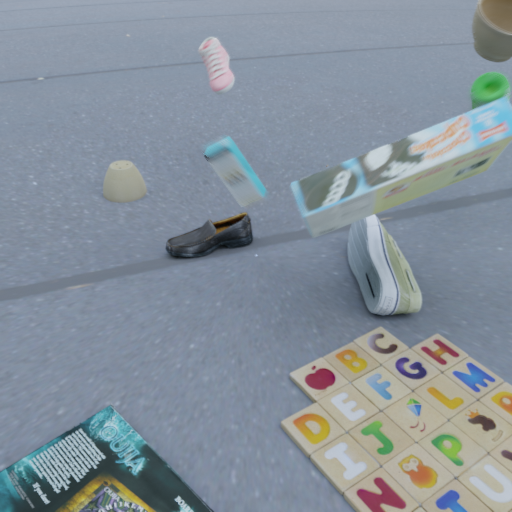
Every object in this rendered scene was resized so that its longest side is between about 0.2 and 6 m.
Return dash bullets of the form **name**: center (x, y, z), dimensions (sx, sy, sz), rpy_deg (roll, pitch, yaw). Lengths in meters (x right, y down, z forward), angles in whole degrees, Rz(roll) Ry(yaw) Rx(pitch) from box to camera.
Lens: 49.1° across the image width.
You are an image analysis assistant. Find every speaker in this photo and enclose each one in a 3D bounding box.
- **speaker**: center (4.893, -3.025, 11.695), dimensions (0.774, 1.750, 0.774), rpy_deg (-9, 66, 20)

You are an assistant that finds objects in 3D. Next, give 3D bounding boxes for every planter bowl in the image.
- **planter bowl**: center (4.235, -3.855, 9.613), dimensions (1.181, 0.795, 1.181), rpy_deg (2, 61, -3)

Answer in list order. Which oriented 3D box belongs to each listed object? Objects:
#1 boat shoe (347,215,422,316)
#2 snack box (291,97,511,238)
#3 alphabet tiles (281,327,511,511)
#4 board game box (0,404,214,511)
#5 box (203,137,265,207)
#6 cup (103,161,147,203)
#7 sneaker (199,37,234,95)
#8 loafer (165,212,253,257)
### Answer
- **boat shoe**: center (2.373, 0.146, 10.639), dimensions (0.846, 0.982, 2.729), rpy_deg (12, 40, -13)
- **snack box**: center (2.189, -1.238, 8.639), dimensions (3.190, 0.592, 1.853), rpy_deg (-21, -11, 6)
- **alphabet tiles**: center (2.419, 2.429, 7.713), dimensions (3.298, 0.125, 3.963), rpy_deg (-21, 39, -28)
- **board game box**: center (-1.725, 3.070, 6.516), dimensions (1.858, 0.387, 2.747), rpy_deg (-27, 42, -35)
- **box**: center (-0.335, -1.341, 9.048), dimensions (0.456, 1.109, 0.273), rpy_deg (-21, 32, 27)
- **cup**: center (-3.246, -1.872, 13.654), dimensions (1.064, 0.761, 1.064), rpy_deg (0, 34, 0)
- **sneaker**: center (-1.005, -4.598, 13.385), dimensions (0.605, 0.841, 1.608), rpy_deg (-23, 51, 19)
- **loafer**: center (-0.978, -0.476, 11.609), dimensions (1.877, 0.679, 0.683), rpy_deg (-15, 37, -20)
